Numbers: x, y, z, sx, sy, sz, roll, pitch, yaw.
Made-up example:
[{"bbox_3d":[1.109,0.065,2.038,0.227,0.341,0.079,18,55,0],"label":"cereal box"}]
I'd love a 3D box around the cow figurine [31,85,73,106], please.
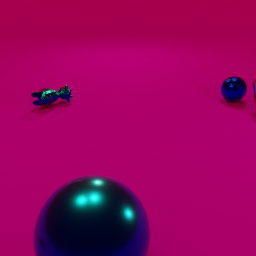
[{"bbox_3d":[-2.185,-0.943,8.214,0.987,0.550,1.003,0,18,17],"label":"cow figurine"}]

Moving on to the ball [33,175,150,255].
[{"bbox_3d":[-0.427,1.287,3.441,1.400,1.400,1.400,0,29,0],"label":"ball"}]

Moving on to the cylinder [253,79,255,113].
[{"bbox_3d":[3.900,-0.881,7.544,0.927,0.927,0.927,-12,18,4],"label":"cylinder"}]

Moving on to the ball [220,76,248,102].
[{"bbox_3d":[3.194,-1.177,8.461,0.767,0.767,0.767,0,29,0],"label":"ball"}]
